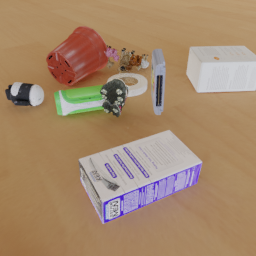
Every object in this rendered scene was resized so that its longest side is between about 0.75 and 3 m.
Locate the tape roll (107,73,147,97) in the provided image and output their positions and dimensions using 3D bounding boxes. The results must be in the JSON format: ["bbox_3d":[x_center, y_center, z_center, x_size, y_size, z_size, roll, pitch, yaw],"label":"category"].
[{"bbox_3d":[-0.025,-1.614,10.345,1.498,0.274,1.498,0,36,0],"label":"tape roll"}]

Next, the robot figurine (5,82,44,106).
[{"bbox_3d":[-3.359,-1.096,9.169,1.182,0.888,0.738,6,-8,1],"label":"robot figurine"}]

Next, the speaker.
[{"bbox_3d":[-1.316,-0.906,8.875,1.908,0.844,0.844,-10,36,-14],"label":"speaker"}]

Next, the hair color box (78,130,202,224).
[{"bbox_3d":[0.263,0.975,6.227,2.400,0.778,1.312,-15,40,-23],"label":"hair color box"}]

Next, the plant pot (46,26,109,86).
[{"bbox_3d":[-1.996,-2.638,10.654,1.853,1.853,1.802,20,47,26],"label":"plant pot"}]

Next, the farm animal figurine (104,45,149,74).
[{"bbox_3d":[-0.280,-2.667,11.285,1.902,0.992,1.881,22,24,16],"label":"farm animal figurine"}]

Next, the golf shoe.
[{"bbox_3d":[-0.325,-1.015,7.860,0.717,1.858,0.819,27,71,1],"label":"golf shoe"}]

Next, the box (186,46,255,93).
[{"bbox_3d":[3.488,-2.222,10.424,2.192,1.166,1.669,-2,35,-3],"label":"box"}]

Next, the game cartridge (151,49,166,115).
[{"bbox_3d":[0.833,-1.315,7.886,0.330,1.615,1.075,0,40,3],"label":"game cartridge"}]
